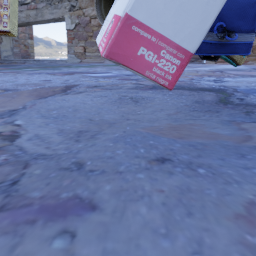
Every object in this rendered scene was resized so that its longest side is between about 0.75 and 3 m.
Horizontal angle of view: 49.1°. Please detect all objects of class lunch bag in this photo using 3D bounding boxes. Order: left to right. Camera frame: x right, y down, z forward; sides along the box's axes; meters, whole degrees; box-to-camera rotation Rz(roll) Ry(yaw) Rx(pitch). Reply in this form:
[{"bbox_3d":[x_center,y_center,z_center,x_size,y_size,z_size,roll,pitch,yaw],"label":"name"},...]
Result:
[{"bbox_3d":[2.009,-2.580,6.685,1.736,1.691,2.556,0,32,-3],"label":"lunch bag"}]

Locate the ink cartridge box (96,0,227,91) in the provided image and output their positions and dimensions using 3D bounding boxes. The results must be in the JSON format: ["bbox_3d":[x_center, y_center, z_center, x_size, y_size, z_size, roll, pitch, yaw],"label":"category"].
[{"bbox_3d":[0.676,-2.278,4.296,1.213,2.862,2.084,23,18,-17],"label":"ink cartridge box"}]

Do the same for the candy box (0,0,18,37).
[{"bbox_3d":[-2.634,-2.644,5.326,0.966,1.674,0.463,2,2,-2],"label":"candy box"}]

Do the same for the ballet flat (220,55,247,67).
[{"bbox_3d":[2.822,-2.749,8.977,0.917,0.842,2.672,22,18,-42],"label":"ballet flat"}]

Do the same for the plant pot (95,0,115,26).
[{"bbox_3d":[-0.073,-2.684,6.039,0.906,1.045,1.045,-14,21,-36],"label":"plant pot"}]
